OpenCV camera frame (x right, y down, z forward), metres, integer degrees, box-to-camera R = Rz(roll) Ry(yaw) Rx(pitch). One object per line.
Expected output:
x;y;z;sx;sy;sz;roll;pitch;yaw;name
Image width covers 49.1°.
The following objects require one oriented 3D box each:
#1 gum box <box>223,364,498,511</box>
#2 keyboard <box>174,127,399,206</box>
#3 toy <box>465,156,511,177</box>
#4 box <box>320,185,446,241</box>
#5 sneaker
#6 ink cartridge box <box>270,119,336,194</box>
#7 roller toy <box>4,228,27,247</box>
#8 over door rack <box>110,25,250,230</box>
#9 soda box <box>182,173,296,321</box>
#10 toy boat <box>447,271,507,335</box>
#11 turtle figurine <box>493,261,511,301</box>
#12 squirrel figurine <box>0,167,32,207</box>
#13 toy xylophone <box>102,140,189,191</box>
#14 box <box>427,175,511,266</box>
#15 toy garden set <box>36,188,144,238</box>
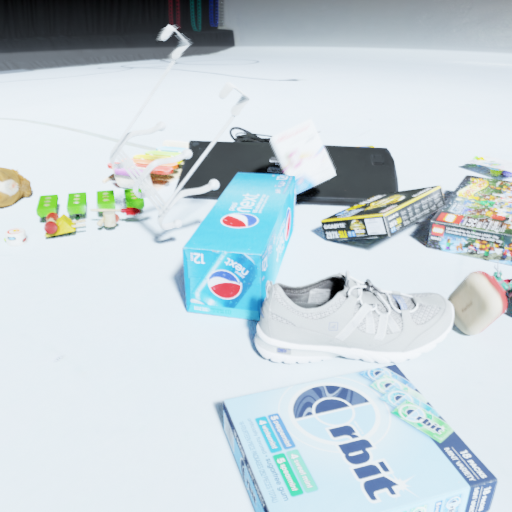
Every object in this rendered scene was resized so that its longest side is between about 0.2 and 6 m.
1.013;2.171;6.188;2.333;0.520;1.982;-8;27;-17;gum box
0.861;-2.146;14.952;5.642;1.118;2.937;5;50;7;keyboard
6.806;-2.464;15.764;0.938;0.385;1.630;-17;30;-25;toy
2.657;-0.891;11.738;2.110;0.521;1.685;-25;12;-37;box
1.500;0.810;8.118;3.023;1.240;1.130;-5;27;-12;sneaker
1.049;-2.236;12.668;1.014;1.403;0.594;-25;2;6;ink cartridge box
-4.991;-0.402;11.650;0.444;0.311;0.405;-20;33;-35;roller toy
-1.463;-2.375;10.832;1.038;3.115;2.301;-1;41;-50;over door rack
-0.153;-0.379;10.531;1.321;1.250;3.895;5;26;10;soda box
3.448;0.688;8.516;0.745;1.139;0.743;-16;61;-23;toy boat
4.496;0.551;9.397;0.907;0.610;1.211;-10;40;14;turtle figurine
-6.361;-1.719;13.928;1.243;0.942;1.331;3;10;29;squirrel figurine
-2.972;-2.481;15.383;2.147;0.737;2.933;5;26;11;toy xylophone
5.345;-0.830;12.130;2.350;0.649;3.441;14;30;26;box
-3.696;-0.946;12.644;2.340;0.467;1.950;-6;25;-14;toy garden set
